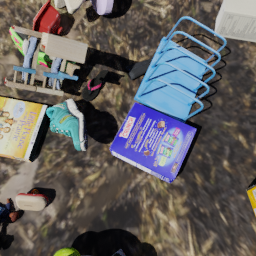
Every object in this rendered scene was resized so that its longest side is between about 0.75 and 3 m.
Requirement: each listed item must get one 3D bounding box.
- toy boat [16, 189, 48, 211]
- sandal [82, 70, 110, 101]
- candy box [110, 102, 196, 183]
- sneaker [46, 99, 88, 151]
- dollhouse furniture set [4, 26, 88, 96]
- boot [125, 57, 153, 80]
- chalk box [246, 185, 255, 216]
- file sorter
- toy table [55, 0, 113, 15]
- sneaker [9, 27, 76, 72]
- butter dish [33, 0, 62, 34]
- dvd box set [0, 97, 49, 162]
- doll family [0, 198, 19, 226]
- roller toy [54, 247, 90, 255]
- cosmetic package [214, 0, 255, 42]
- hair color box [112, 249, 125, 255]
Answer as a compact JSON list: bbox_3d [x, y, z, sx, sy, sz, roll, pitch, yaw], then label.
[{"bbox_3d":[-2.560,1.884,7.555,0.820,0.535,0.536,5,38,2],"label":"toy boat"},{"bbox_3d":[-1.046,-1.425,8.994,0.492,0.295,1.310,30,70,12],"label":"sandal"},{"bbox_3d":[0.702,0.401,7.980,1.940,0.747,1.640,26,71,9],"label":"candy box"},{"bbox_3d":[-1.676,-0.034,7.760,0.910,0.886,2.285,-15,33,-20],"label":"sneaker"},{"bbox_3d":[-2.285,-1.675,7.370,1.616,2.306,1.625,8,105,-26],"label":"dollhouse furniture set"},{"bbox_3d":[0.556,-1.829,9.122,1.079,0.354,0.889,-21,58,-13],"label":"boot"},{"bbox_3d":[4.445,1.869,7.036,2.172,1.352,1.345,-10,68,-3],"label":"chalk box"},{"bbox_3d":[1.587,-1.691,8.229,1.707,1.509,2.460,27,69,-7],"label":"file sorter"},{"bbox_3d":[-1.633,-5.080,9.603,1.538,2.414,2.626,-14,66,-25],"label":"toy table"},{"bbox_3d":[-2.763,-2.648,9.238,2.417,0.928,1.013,30,68,1],"label":"sneaker"},{"bbox_3d":[-2.665,-3.534,9.574,0.871,1.178,1.175,27,68,-13],"label":"butter dish"},{"bbox_3d":[-3.782,-0.059,8.381,2.429,0.357,1.777,11,69,5],"label":"dvd box set"},{"bbox_3d":[-3.553,2.618,7.089,1.063,0.722,1.839,11,65,10],"label":"doll family"},{"bbox_3d":[-1.089,3.835,5.957,2.074,1.449,1.892,20,81,16],"label":"roller toy"},{"bbox_3d":[4.246,-3.611,9.435,2.318,1.200,0.847,12,67,4],"label":"cosmetic package"},{"bbox_3d":[-0.050,3.663,6.810,0.606,0.371,1.225,-36,71,-13],"label":"hair color box"}]
